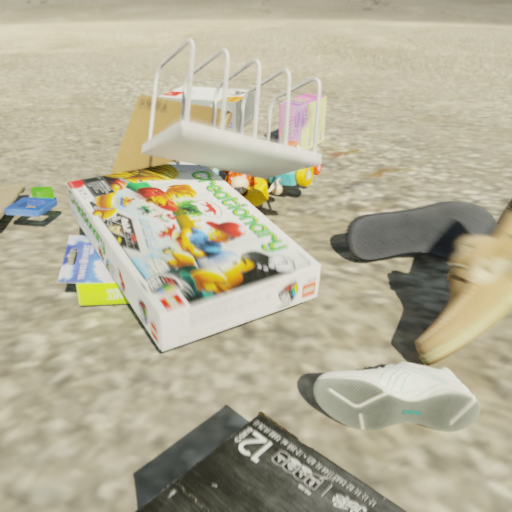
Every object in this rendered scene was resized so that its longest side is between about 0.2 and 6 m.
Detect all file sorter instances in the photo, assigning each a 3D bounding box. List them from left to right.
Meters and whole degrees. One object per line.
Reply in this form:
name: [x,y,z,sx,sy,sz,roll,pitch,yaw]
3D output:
file sorter: [-0.329,-2.023,8.030,2.149,1.338,1.491,6,-5,-30]

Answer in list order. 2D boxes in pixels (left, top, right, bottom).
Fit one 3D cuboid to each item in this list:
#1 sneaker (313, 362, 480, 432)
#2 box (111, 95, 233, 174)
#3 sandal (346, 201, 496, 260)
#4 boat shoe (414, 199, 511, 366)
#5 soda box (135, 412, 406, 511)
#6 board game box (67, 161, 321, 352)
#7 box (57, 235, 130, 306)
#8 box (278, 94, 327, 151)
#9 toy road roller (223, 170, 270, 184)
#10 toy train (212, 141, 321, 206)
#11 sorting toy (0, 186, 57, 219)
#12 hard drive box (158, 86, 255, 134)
sneaker: [1.376,1.398,5.743,1.638,0.576,0.656,7,23,-4]
box: [-1.742,-2.030,10.830,2.419,1.977,0.257,20,0,34]
sandal: [2.572,-0.396,8.672,2.413,0.917,0.517,1,7,-5]
boat shoe: [2.659,0.188,6.596,2.653,0.945,0.856,-42,79,-17]
soda box: [0.921,2.444,3.029,3.640,1.153,1.288,23,37,38]
board game box: [-0.996,-0.263,7.631,2.150,0.589,3.406,-17,40,-28]
box: [-1.688,0.166,7.866,1.914,0.456,1.167,-1,35,-8]
box: [1.145,-3.278,13.820,0.634,1.153,1.311,17,33,28]
toy road roller: [-0.179,-1.616,11.296,1.182,0.863,0.726,24,-6,-41]
toy train: [-0.218,-1.729,10.758,2.843,0.791,2.136,-21,37,-11]
sorting toy: [-5.261,-0.754,9.834,3.580,0.488,2.016,-2,24,-4]
hard drive box: [-1.349,-4.126,15.735,2.248,0.863,1.752,8,28,14]
